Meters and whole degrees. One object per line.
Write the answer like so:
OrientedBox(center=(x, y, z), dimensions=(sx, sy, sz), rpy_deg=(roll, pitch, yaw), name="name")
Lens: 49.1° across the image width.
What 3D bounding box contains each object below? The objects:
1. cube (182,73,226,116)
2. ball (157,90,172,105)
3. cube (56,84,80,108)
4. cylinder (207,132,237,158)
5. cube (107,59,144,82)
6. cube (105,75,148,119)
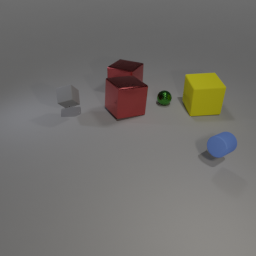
OrientedBox(center=(3.343, -1.511, 12.521), dimensions=(1.400, 1.400, 1.400), rpy_deg=(-4, 37, -4), name="cube")
OrientedBox(center=(1.717, -1.428, 13.231), dimensions=(0.700, 0.700, 0.700), rpy_deg=(0, 31, 0), name="ball")
OrientedBox(center=(-2.514, -1.322, 11.783), dimensions=(0.700, 0.700, 0.700), rpy_deg=(-12, -16, 15), name="cube")
OrientedBox(center=(3.008, 0.524, 8.961), dimensions=(0.700, 0.700, 0.700), rpy_deg=(-16, 33, -42), name="cylinder")
OrientedBox(center=(-0.124, -2.578, 14.399), dimensions=(1.400, 1.400, 1.400), rpy_deg=(15, 34, 21), name="cube")
OrientedBox(center=(-0.108, -1.392, 12.369), dimensions=(1.400, 1.400, 1.400), rpy_deg=(-11, 32, -26), name="cube")
